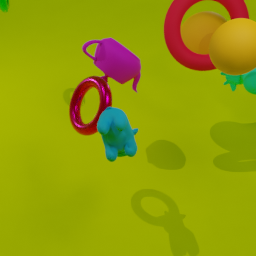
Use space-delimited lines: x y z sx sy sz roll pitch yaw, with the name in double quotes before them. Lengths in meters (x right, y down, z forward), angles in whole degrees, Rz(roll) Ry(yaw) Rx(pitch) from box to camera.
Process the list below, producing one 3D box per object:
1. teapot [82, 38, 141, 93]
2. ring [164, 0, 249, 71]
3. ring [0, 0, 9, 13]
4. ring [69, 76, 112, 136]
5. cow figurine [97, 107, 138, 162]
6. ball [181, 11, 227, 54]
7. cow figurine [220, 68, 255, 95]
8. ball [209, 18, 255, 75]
"teapot" -0.265 -1.458 6.565 1.865 0.913 1.160 29 14 -36
"ring" 1.631 -2.088 5.850 1.777 1.777 0.355 0 18 0
"ring" -3.590 -3.928 8.013 0.233 1.166 1.166 -4 45 -16
"ring" -0.726 -0.422 5.280 0.230 1.148 1.148 12 30 -46
"cow figurine" -0.162 0.085 4.868 0.638 1.163 1.144 -15 29 5
"ball" 1.890 -2.180 6.959 1.335 1.335 1.335 0 45 0
"cow figurine" 3.176 -1.321 7.337 1.540 0.859 1.566 -11 25 33
"ball" 1.697 -1.251 4.349 0.847 0.847 0.847 0 45 0
